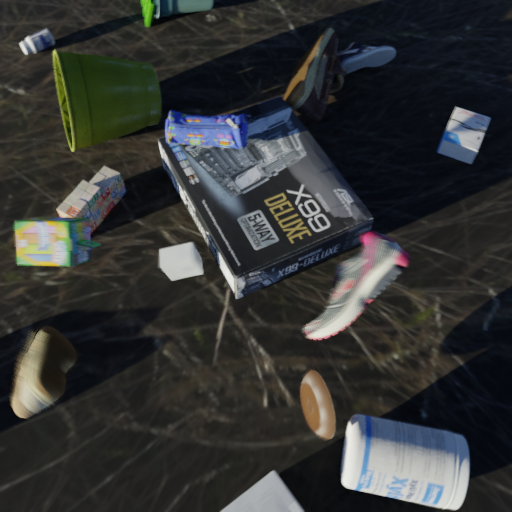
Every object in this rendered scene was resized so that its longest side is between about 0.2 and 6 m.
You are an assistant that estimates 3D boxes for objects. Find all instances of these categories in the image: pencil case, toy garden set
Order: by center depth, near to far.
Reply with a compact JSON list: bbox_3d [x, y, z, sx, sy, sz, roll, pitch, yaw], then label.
[{"bbox_3d":[-0.971,-2.508,11.108,1.692,0.735,0.660,4,84,3],"label":"pencil case"},{"bbox_3d":[-2.706,-7.002,14.627,0.312,1.304,1.564,0,58,-22],"label":"toy garden set"}]

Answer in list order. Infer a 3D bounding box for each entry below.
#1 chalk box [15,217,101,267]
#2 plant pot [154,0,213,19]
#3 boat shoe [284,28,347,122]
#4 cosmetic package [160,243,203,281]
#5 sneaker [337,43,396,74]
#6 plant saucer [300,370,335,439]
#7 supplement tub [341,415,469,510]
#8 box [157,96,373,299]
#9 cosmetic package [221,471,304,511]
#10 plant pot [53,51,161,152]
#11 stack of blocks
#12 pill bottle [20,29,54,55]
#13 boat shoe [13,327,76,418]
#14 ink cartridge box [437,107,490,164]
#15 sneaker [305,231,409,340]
[{"bbox_3d":[-2.989,-0.228,8.621,1.142,0.711,0.707,0,97,8],"label":"chalk box"},{"bbox_3d":[-1.915,-6.989,14.570,1.476,1.507,1.507,-7,59,-12],"label":"plant pot"},{"bbox_3d":[1.541,-4.244,13.231,1.074,1.077,2.985,33,48,-16],"label":"boat shoe"},{"bbox_3d":[-1.390,0.111,10.416,0.634,0.632,0.390,-13,61,6],"label":"cosmetic package"},{"bbox_3d":[2.659,-4.976,13.779,1.484,0.582,0.589,-15,66,-7],"label":"sneaker"},{"bbox_3d":[0.907,2.308,8.637,0.193,1.054,1.054,-10,59,-16],"label":"plant saucer"},{"bbox_3d":[2.237,3.136,8.586,1.717,1.133,1.133,9,59,7],"label":"supplement tub"},{"bbox_3d":[0.097,-1.325,11.364,2.951,0.931,3.743,-23,61,-14],"label":"box"},{"bbox_3d":[-0.068,4.390,8.194,1.947,0.503,1.468,-32,62,-18],"label":"cosmetic package"},{"bbox_3d":[-3.183,-3.434,12.213,1.996,2.073,2.073,-11,59,-21],"label":"plant pot"},{"bbox_3d":[-3.291,-1.125,11.319,0.424,0.833,1.446,26,62,14],"label":"stack of blocks"},{"bbox_3d":[-5.523,-5.371,14.119,0.750,0.416,0.416,-33,64,-17],"label":"pill bottle"},{"bbox_3d":[-2.843,1.481,7.399,0.566,1.756,0.626,-43,107,2],"label":"boat shoe"},{"bbox_3d":[4.685,-2.797,12.538,0.801,0.468,1.380,23,62,13],"label":"ink cartridge box"},{"bbox_3d":[1.406,0.491,8.426,0.724,0.781,1.938,42,104,7],"label":"sneaker"}]
